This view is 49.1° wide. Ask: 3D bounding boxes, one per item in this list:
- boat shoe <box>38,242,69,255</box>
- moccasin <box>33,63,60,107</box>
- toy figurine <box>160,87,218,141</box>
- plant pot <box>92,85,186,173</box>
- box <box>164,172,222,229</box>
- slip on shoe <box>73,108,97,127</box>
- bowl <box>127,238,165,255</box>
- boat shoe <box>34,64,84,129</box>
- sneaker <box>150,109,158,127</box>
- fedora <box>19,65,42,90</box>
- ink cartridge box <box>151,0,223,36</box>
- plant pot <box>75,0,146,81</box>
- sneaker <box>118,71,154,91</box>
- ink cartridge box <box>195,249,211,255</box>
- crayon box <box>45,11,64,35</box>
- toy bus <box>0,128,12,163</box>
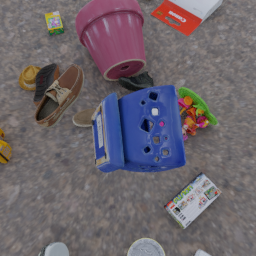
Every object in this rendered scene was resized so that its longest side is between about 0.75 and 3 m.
[{"bbox_3d":[-2.112,4.572,7.687,0.930,0.838,2.632,23,53,-39],"label":"boat shoe"},{"bbox_3d":[-2.967,-1.576,10.798,0.948,1.000,2.592,-21,46,6],"label":"moccasin"},{"bbox_3d":[1.985,-0.188,10.126,1.907,1.432,1.755,44,84,-6],"label":"toy figurine"},{"bbox_3d":[0.101,0.135,6.397,1.625,1.808,1.808,-3,79,-18],"label":"plant pot"},{"bbox_3d":[2.116,2.329,9.118,1.723,0.299,0.948,-37,68,-17],"label":"box"},{"bbox_3d":[-1.134,-0.497,10.429,1.889,0.572,0.718,-4,63,-2],"label":"slip on shoe"},{"bbox_3d":[0.523,3.850,8.209,1.108,0.520,1.108,0,62,0],"label":"bowl"},{"bbox_3d":[-1.935,-0.896,7.904,0.777,0.737,2.052,30,91,12],"label":"boat shoe"},{"bbox_3d":[0.347,-0.573,10.400,2.221,0.818,1.284,-27,64,-24],"label":"sneaker"},{"bbox_3d":[-3.908,-2.118,11.313,1.237,0.505,1.237,0,62,0],"label":"fedora"},{"bbox_3d":[2.809,-5.838,13.167,2.270,0.797,2.793,38,64,17],"label":"ink cartridge box"},{"bbox_3d":[-0.478,-3.299,10.911,2.705,2.705,2.421,-16,80,-8],"label":"plant pot"},{"bbox_3d":[0.353,-1.911,11.200,1.424,0.544,0.816,12,62,3],"label":"sneaker"},{"bbox_3d":[2.288,4.802,7.784,1.707,0.599,2.100,29,74,14],"label":"ink cartridge box"},{"bbox_3d":[-3.363,-4.786,12.790,0.665,0.326,1.119,-15,64,-7],"label":"crayon box"},{"bbox_3d":[-5.480,0.293,9.815,2.950,0.960,1.155,15,63,8],"label":"toy bus"}]
